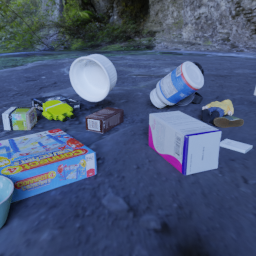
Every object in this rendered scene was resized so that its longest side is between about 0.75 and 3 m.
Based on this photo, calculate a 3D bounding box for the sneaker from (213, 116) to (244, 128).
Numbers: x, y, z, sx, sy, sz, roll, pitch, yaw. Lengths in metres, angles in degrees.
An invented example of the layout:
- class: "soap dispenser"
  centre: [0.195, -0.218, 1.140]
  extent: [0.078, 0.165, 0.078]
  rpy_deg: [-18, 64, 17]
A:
- class: "sneaker"
  centre: [3.671, -0.249, 10.457]
  extent: [1.132, 0.379, 0.508]
  rpy_deg: [1, 15, -6]

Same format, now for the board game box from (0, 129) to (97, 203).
- class: "board game box"
  centre: [-2.286, 0.796, 7.044]
  extent: [2.223, 0.621, 2.177]
  rpy_deg: [-14, 23, -35]

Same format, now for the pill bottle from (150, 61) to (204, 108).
- class: "pill bottle"
  centre: [1.971, -1.709, 11.771]
  extent: [1.228, 1.228, 2.188]
  rpy_deg: [-20, -9, -44]

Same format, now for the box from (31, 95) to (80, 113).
- class: "box"
  centre: [-3.287, -1.059, 12.632]
  extent: [1.513, 0.411, 1.889]
  rpy_deg: [-15, 24, -36]

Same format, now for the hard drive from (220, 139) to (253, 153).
- class: "hard drive"
  centre: [3.275, 0.542, 8.553]
  extent: [0.831, 0.109, 0.548]
  rpy_deg: [18, 27, 42]

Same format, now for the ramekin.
- class: "ramekin"
  centre: [-1.220, -1.878, 10.274]
  extent: [1.674, 1.674, 0.816]
  rpy_deg: [9, 32, 25]

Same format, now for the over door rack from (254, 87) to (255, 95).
- class: "over door rack"
  centre: [6.413, -0.813, 10.747]
  extent: [2.893, 0.964, 2.137]
  rpy_deg: [12, 9, -37]

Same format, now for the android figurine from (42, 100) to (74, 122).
- class: "android figurine"
  centre: [-2.844, -0.713, 11.255]
  extent: [1.365, 0.280, 1.243]
  rpy_deg: [32, 38, 23]

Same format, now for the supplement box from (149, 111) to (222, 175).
- class: "supplement box"
  centre: [1.466, 0.310, 7.779]
  extent: [1.086, 1.063, 2.102]
  rpy_deg: [-8, 21, -21]

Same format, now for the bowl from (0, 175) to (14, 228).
- class: "bowl"
  centre: [-2.734, 1.475, 4.964]
  extent: [1.417, 0.741, 1.417]
  rpy_deg: [0, 20, 0]

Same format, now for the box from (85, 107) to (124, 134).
- class: "box"
  centre: [-0.836, -0.316, 10.337]
  extent: [0.756, 0.566, 1.510]
  rpy_deg: [10, 24, 27]

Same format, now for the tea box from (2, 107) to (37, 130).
- class: "tea box"
  centre: [-3.945, -0.361, 10.301]
  extent: [0.943, 0.641, 0.959]
  rpy_deg: [-1, 19, -2]

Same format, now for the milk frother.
- class: "milk frother"
  centre: [2.895, -2.194, 13.672]
  extent: [1.710, 1.895, 1.782]
  rpy_deg: [5, 20, 1]

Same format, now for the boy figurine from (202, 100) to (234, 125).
- class: "boy figurine"
  centre: [3.670, -0.725, 11.366]
  extent: [1.240, 0.643, 1.994]
  rpy_deg: [14, 23, 34]
